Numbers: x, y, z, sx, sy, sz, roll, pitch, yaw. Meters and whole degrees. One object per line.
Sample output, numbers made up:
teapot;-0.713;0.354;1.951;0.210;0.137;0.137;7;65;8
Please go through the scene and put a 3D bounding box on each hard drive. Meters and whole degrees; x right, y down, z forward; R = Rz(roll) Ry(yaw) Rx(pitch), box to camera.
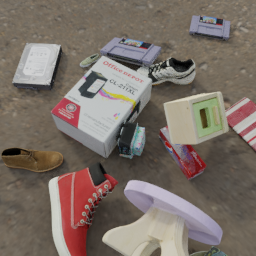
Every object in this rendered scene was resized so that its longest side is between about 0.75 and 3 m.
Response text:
hard drive;-3.612;-2.523;11.309;1.508;0.408;2.158;5;61;3

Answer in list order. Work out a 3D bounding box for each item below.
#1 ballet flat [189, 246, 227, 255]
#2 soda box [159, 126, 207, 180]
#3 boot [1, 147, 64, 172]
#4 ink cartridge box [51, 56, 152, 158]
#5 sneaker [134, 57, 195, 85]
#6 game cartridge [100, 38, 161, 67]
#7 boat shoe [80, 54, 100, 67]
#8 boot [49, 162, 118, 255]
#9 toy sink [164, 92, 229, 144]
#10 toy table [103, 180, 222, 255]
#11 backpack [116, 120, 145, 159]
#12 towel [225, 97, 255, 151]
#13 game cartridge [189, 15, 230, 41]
ballet flat;1.583;3.941;7.492;2.401;0.891;0.891;-21;62;-14
soda box;1.762;0.754;9.286;0.586;0.647;1.848;-26;63;-14
boot;-3.123;0.983;9.114;1.969;0.743;0.725;0;58;-1
ink cartridge box;-0.831;-0.835;9.847;2.183;1.241;2.996;29;64;15
sneaker;1.392;-2.292;10.799;2.433;1.067;0.920;-3;62;0
game cartridge;0.136;-3.138;11.368;2.148;0.412;1.392;17;49;17
boat shoe;-1.586;-2.806;11.536;0.901;0.279;0.324;-32;65;-17
boot;-1.064;2.343;7.830;1.951;0.979;2.704;-21;60;5
toy sink;2.323;-0.372;8.807;2.031;1.138;1.324;-15;97;-35
toy table;0.862;2.653;6.755;2.758;2.536;1.615;29;61;1
backpack;0.098;0.441;9.170;0.893;1.187;1.054;15;61;4
towel;4.455;-0.138;10.061;1.382;0.218;1.919;-32;63;-14
game cartridge;3.660;-4.503;12.512;1.719;0.330;1.114;12;65;7
